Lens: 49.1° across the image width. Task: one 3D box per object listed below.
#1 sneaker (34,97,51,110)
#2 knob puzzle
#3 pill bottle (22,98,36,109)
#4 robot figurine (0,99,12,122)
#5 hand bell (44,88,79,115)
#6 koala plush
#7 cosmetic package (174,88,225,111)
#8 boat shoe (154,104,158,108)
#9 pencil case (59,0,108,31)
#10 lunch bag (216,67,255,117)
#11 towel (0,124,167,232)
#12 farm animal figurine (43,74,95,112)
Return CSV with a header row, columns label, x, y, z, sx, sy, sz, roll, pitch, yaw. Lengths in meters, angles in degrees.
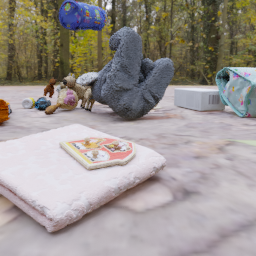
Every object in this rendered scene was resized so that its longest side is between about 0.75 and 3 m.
label,x,y,z,sx,sy,sz,roll,pitch,yaw
sneaker,-3.682,-1.044,11.773,0.574,0.513,1.401,-6,12,-32
knob puzzle,-0.292,0.229,3.585,1.006,0.139,1.006,4,17,-1
pill bottle,-4.277,-1.092,12.203,0.450,0.450,0.801,0,11,-1
robot figurine,-4.478,-0.591,8.496,1.951,0.783,2.692,-4,11,-30
hand bell,-2.665,-0.862,10.729,0.907,0.907,1.742,3,23,15
koala plush,-0.382,-1.477,9.672,2.513,2.604,2.834,32,-20,-31
cosmetic package,3.004,-1.256,12.014,1.174,0.825,2.314,-3,11,-16
boat shoe,-0.119,-1.358,12.034,2.806,1.034,0.971,4,5,19
pencil case,-1.226,-3.133,7.974,0.709,0.790,1.818,-16,11,24
lunch bag,4.640,-1.437,10.200,2.174,1.556,2.552,-2,27,-9
towel,-0.726,0.440,3.527,1.788,0.302,1.872,17,22,35
farm animal figurine,-2.154,-1.543,11.543,2.318,1.208,2.292,19,3,8
